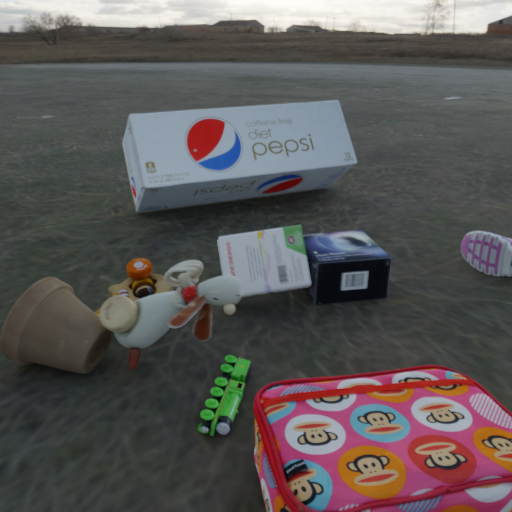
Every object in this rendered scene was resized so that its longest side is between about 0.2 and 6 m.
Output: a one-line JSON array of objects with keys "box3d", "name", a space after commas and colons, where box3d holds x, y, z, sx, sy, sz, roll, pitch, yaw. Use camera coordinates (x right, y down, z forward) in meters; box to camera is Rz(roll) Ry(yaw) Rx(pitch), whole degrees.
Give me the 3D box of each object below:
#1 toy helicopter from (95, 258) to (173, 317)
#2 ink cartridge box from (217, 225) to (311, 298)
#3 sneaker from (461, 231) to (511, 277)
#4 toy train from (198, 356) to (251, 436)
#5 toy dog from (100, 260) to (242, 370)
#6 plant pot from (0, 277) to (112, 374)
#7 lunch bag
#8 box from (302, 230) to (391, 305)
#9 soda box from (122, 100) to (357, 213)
[{"box3d": [-1.772, 0.722, 7.610, 0.999, 0.596, 1.511, 31, 48, 34], "name": "toy helicopter"}, {"box3d": [0.103, 0.103, 7.982, 1.200, 0.869, 0.504, -9, -8, -3], "name": "ink cartridge box"}, {"box3d": [4.171, 0.002, 9.024, 1.648, 0.663, 0.729, 18, 23, 27], "name": "sneaker"}, {"box3d": [-0.309, 1.492, 6.040, 0.349, 0.258, 1.236, 14, 26, 6], "name": "toy train"}, {"box3d": [-0.990, 0.784, 6.468, 1.680, 0.809, 1.108, -25, -26, 25], "name": "toy dog"}, {"box3d": [-2.254, 0.914, 6.590, 0.940, 1.078, 1.078, 24, 28, 8], "name": "plant pot"}, {"box3d": [1.111, 1.679, 4.880, 2.240, 0.918, 1.973, -3, 20, -11], "name": "lunch bag"}, {"box3d": [1.265, 0.135, 8.530, 1.153, 0.711, 1.144, -4, 23, -12], "name": "box"}, {"box3d": [-0.353, -2.177, 12.048, 4.724, 1.609, 1.504, -10, -11, -22], "name": "soda box"}]
